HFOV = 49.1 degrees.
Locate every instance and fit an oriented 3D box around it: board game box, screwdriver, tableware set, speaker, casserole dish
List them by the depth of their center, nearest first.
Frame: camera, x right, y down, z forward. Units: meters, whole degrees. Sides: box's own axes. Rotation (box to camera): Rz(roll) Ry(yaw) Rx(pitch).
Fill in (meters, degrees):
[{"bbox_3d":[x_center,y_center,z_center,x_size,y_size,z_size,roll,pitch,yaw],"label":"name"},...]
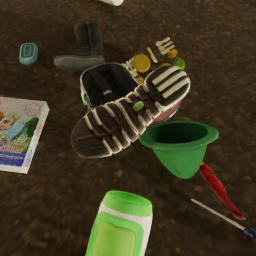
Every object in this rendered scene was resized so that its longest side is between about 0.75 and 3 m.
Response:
[{"bbox_3d":[-0.199,1.961,4.152,0.844,0.844,1.908,13,88,8],"label":"speaker"},{"bbox_3d":[3.074,2.712,7.895,2.795,0.407,0.390,30,60,14],"label":"screwdriver"},{"bbox_3d":[-4.343,0.118,9.531,2.614,0.538,2.608,6,57,4],"label":"board game box"},{"bbox_3d":[1.135,-2.463,11.148,2.329,0.357,1.569,-35,94,-17],"label":"tableware set"},{"bbox_3d":[-4.238,-3.215,11.896,0.750,0.240,1.238,-6,56,-4],"label":"casserole dish"}]

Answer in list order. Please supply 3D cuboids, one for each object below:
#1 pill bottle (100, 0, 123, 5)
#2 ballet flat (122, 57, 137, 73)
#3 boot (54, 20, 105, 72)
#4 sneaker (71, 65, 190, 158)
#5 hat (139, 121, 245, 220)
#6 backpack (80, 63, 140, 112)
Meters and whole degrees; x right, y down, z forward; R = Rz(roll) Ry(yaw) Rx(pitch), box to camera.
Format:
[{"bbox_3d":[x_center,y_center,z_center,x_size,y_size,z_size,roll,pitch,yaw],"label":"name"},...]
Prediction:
[{"bbox_3d":[-1.508,-7.134,13.657,2.756,1.558,1.558,24,60,14],"label":"pill bottle"},{"bbox_3d":[-0.004,-2.394,11.142,1.771,0.594,0.592,-36,64,-21],"label":"ballet flat"},{"bbox_3d":[-2.060,-3.557,11.748,2.030,0.809,2.463,-2,60,-13],"label":"boot"},{"bbox_3d":[0.198,-0.162,6.519,2.891,1.670,1.094,-31,75,8],"label":"sneaker"},{"bbox_3d":[1.738,1.356,8.878,2.395,2.545,2.891,-12,17,-13],"label":"hat"},{"bbox_3d":[-0.575,-1.087,9.603,2.005,1.700,2.259,-20,64,-19],"label":"backpack"}]
